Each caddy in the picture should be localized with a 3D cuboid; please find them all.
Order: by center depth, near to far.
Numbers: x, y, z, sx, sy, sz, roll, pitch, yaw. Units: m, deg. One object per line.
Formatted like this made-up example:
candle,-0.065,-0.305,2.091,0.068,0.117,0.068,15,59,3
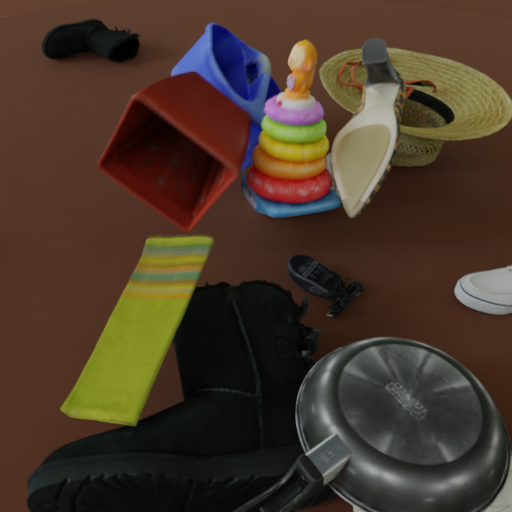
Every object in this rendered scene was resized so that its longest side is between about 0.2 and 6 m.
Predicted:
caddy,-0.356,-3.158,10.792,1.664,2.241,3.170,-37,35,25

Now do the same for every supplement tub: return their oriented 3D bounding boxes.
supplement tub,0.763,-1.363,10.278,1.512,1.100,1.100,-4,41,-4

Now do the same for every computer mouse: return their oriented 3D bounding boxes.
computer mouse,0.984,0.447,8.830,1.232,0.325,0.853,35,49,19

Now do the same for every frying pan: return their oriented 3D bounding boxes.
frying pan,0.845,1.766,5.833,3.774,0.614,2.283,-5,41,-12

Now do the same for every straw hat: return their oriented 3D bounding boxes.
straw hat,3.045,-2.739,11.473,3.781,1.600,3.781,3,44,-3

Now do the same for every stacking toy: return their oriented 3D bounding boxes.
stacking toy,0.578,-1.919,8.408,1.379,2.513,1.458,-9,37,-19

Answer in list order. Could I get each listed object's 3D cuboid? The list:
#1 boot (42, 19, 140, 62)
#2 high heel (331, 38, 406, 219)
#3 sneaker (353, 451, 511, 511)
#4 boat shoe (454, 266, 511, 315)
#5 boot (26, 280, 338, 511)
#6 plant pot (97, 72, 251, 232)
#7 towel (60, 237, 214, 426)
boot,-4.601,-5.962,15.881,1.873,0.846,2.285,32,51,24
high heel,1.954,-1.855,9.193,0.982,2.750,1.960,9,-2,21
sneaker,2.171,2.707,5.962,2.392,0.896,1.191,-1,61,-3
boat shoe,4.220,0.385,8.522,2.267,0.745,0.816,2,41,2
boot,-0.733,1.576,6.739,3.498,1.294,2.866,-1,43,-12
plant pot,-1.062,-1.730,8.537,1.734,1.735,1.529,37,48,-10
towel,-1.324,0.745,6.527,1.057,0.222,2.457,-4,49,31
